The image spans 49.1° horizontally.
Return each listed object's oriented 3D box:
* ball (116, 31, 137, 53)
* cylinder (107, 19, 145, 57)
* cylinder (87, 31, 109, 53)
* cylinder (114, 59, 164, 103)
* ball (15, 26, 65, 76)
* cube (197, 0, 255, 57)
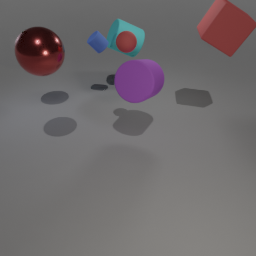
[{"bbox_3d":[-0.053,-2.843,9.245,0.700,0.700,0.700,0,32,0],"label":"ball"},{"bbox_3d":[-0.133,-4.317,13.511,1.400,1.400,1.400,15,25,-26],"label":"cylinder"},{"bbox_3d":[-1.339,-3.817,12.453,0.700,0.700,0.700,-32,36,27],"label":"cylinder"},{"bbox_3d":[0.428,-1.656,9.721,1.400,1.400,1.400,12,18,18],"label":"cylinder"},{"bbox_3d":[-2.556,-2.218,8.170,1.400,1.400,1.400,0,32,0],"label":"ball"},{"bbox_3d":[3.599,-3.778,10.386,1.400,1.400,1.400,27,34,-13],"label":"cube"}]
